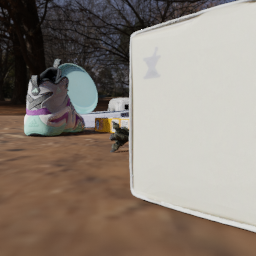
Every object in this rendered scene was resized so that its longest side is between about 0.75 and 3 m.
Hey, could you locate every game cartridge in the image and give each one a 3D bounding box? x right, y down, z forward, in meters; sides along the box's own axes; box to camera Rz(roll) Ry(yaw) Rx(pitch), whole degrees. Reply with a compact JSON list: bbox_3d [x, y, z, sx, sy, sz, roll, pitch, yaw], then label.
[{"bbox_3d":[-0.766,-0.310,9.179,2.462,0.498,1.641,0,4,41],"label":"game cartridge"}]

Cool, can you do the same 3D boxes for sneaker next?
[{"bbox_3d":[-1.619,-0.740,6.650,0.954,1.716,2.453,0,3,4],"label":"sneaker"}]

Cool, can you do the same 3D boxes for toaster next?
[{"bbox_3d":[0.151,-0.815,13.221,2.110,1.199,1.363,0,7,-17],"label":"toaster"}]

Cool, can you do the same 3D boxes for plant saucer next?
[{"bbox_3d":[-1.540,-1.190,8.471,1.624,1.624,0.222,2,30,33],"label":"plant saucer"}]

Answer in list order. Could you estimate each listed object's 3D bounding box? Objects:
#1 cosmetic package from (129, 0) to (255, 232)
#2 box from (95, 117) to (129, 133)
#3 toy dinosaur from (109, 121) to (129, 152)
[{"bbox_3d":[1.113,-0.090,1.962,1.116,0.942,2.159,4,5,44],"label":"cosmetic package"},{"bbox_3d":[0.042,-0.088,6.944,1.182,0.412,1.985,-2,6,-35],"label":"box"},{"bbox_3d":[0.538,0.018,3.661,1.253,0.675,2.843,4,0,18],"label":"toy dinosaur"}]
